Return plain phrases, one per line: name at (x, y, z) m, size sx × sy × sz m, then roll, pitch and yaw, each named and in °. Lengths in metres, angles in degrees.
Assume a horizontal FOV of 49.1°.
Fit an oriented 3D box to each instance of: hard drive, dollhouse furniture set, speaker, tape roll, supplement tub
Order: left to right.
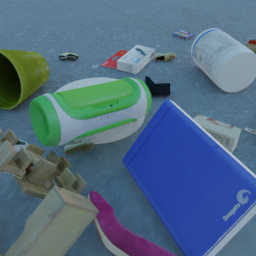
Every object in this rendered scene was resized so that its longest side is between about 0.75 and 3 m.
dollhouse furniture set at (-1.845, 1.319, 5.216) m, size 1.479 × 1.951 × 2.226 m, roll -51°, pitch 50°, yaw -1°
speaker at (-0.795, -0.465, 6.799) m, size 2.849 × 1.260 × 1.260 m, roll -18°, pitch 40°, yaw -35°
tape roll at (-0.928, -0.642, 8.672) m, size 2.992 × 0.547 × 2.992 m, roll 1°, pitch 39°, yaw -1°
hard drive at (1.092, 0.924, 5.644) m, size 0.365 × 1.898 × 2.877 m, roll 20°, pitch 22°, yaw -41°
supplement tub at (3.483, -2.557, 10.350) m, size 1.596 × 1.596 × 2.419 m, roll -8°, pitch 39°, yaw -10°

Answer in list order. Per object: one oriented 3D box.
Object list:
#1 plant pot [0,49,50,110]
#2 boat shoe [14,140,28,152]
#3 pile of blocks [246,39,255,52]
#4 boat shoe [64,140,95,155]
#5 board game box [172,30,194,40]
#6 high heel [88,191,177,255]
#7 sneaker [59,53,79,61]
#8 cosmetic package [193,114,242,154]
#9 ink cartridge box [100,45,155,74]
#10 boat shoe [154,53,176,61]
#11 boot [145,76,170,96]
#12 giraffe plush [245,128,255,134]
plant pot at (-3.668, -1.808, 9.404) m, size 1.905 × 1.905 × 1.834 m, roll 15°, pitch 28°, yaw 19°
boat shoe at (-3.073, 0.399, 7.499) m, size 1.045 × 0.349 × 0.384 m, roll 10°, pitch 38°, yaw 12°
pile of blocks at (6.210, -3.613, 12.528) m, size 0.819 × 0.620 × 1.995 m, roll -26°, pitch 45°, yaw -30°
boat shoe at (-1.295, 0.464, 7.456) m, size 0.805 × 0.301 × 0.275 m, roll -11°, pitch 44°, yaw -12°
board game box at (2.852, -4.792, 14.445) m, size 0.638 × 0.162 × 0.942 m, roll -25°, pitch 44°, yaw -29°
high heel at (0.125, 1.917, 5.076) m, size 1.112 × 0.781 × 2.319 m, roll -25°, pitch 48°, yaw -16°
sneaker at (-2.544, -3.127, 12.136) m, size 0.858 × 0.335 × 0.387 m, roll 4°, pitch 35°, yaw 6°
cosmetic package at (2.320, 0.167, 7.576) m, size 1.236 × 0.639 × 0.539 m, roll 25°, pitch 44°, yaw 28°
ink cartridge box at (0.005, -3.014, 11.907) m, size 1.704 × 0.432 × 1.934 m, roll 17°, pitch 40°, yaw 20°
boat shoe at (1.584, -3.006, 12.011) m, size 0.954 × 0.353 × 0.317 m, roll -1°, pitch 51°, yaw 1°
boot at (1.043, -1.475, 9.894) m, size 0.880 × 0.400 × 1.047 m, roll -3°, pitch 44°, yaw 2°
giraffe plush at (4.380, -0.377, 7.407) m, size 2.080 × 1.686 × 1.794 m, roll 9°, pitch 38°, yaw 12°
